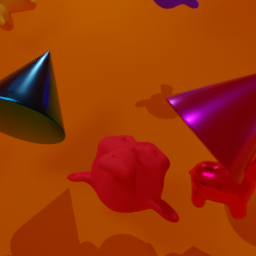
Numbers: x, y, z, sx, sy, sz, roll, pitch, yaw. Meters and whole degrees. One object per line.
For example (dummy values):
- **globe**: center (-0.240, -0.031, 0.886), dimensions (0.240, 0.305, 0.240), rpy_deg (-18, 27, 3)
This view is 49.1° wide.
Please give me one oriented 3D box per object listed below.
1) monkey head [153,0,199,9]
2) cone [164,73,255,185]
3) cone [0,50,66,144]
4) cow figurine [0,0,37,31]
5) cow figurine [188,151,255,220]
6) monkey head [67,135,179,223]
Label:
- **monkey head**: center (0.961, -3.149, 6.556), dimensions (1.505, 1.083, 0.907), rpy_deg (16, 78, 9)
- **cone**: center (1.426, -0.302, 3.410), dimensions (1.405, 1.399, 1.399), rpy_deg (-41, 58, 9)
- **cone**: center (-1.520, -0.707, 4.572), dimensions (1.469, 1.469, 1.474), rpy_deg (10, 64, 7)
- **cow figurine**: center (-2.831, -3.067, 6.652), dimensions (0.782, 1.425, 1.402), rpy_deg (32, 42, 9)
- **cow figurine**: center (1.550, 0.667, 4.132), dimensions (1.368, 1.346, 0.751), rpy_deg (8, 31, 29)
- **monkey head**: center (-0.084, 0.778, 4.210), dimensions (1.931, 1.163, 1.389), rpy_deg (18, 12, 15)
